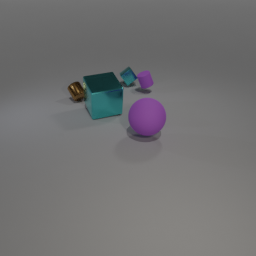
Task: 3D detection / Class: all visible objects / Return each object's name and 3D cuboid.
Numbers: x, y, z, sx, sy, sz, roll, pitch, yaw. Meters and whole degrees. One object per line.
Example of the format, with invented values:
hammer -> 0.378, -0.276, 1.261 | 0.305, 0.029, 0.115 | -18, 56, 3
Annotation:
ball -> 0.708, -0.416, 10.339 | 1.400, 1.400, 1.400 | 0, 28, 0
cylinder -> -2.495, -1.789, 13.696 | 0.700, 0.700, 0.700 | -22, 73, -35
cube -> 0.016, -2.908, 15.632 | 0.700, 0.700, 0.700 | -36, 23, 7
cube -> -1.099, -1.435, 12.292 | 1.400, 1.400, 1.400 | -13, 45, -18
cylinder -> 0.899, -2.524, 14.580 | 0.700, 0.700, 0.700 | -18, 30, 11
